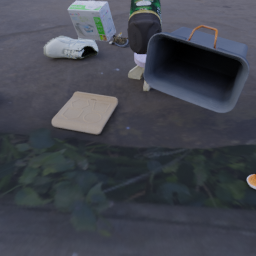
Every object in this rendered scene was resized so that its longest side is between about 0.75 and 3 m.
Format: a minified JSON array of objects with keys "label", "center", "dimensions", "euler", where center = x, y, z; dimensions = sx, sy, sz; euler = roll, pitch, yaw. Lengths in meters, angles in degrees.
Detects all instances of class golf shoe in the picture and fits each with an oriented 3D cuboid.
[{"label":"golf shoe","center":[-2.646,-3.724,13.267],"dimensions":[2.583,1.011,1.256],"euler":[-16,45,-19]}]

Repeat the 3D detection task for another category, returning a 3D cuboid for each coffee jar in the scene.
[{"label":"coffee jar","center":[0.545,-3.357,8.753],"dimensions":[1.003,1.227,2.352],"euler":[0,47,6]}]

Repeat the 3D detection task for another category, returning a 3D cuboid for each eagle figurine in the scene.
[{"label":"eagle figurine","center":[-0.414,-4.732,14.952],"dimensions":[1.121,0.846,0.850],"euler":[30,82,-8]}]

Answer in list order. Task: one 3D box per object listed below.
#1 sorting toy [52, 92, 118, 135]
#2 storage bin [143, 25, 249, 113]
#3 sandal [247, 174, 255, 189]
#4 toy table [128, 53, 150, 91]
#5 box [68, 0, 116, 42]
[{"label":"sorting toy","center":[-1.398,-0.512,9.453],"dimensions":[1.720,0.339,1.858],"euler":[10,42,13]},{"label":"storage bin","center":[2.109,-2.016,8.053],"dimensions":[2.724,1.982,1.829],"euler":[23,43,17]},{"label":"sandal","center":[3.636,1.238,6.989],"dimensions":[1.299,0.372,0.498],"euler":[-1,36,-1]},{"label":"toy table","center":[1.000,-2.503,11.311],"dimensions":[1.988,1.267,2.163],"euler":[18,41,23]},{"label":"box","center":[-1.364,-4.144,10.808],"dimensions":[1.464,1.292,0.708],"euler":[15,58,25]}]
